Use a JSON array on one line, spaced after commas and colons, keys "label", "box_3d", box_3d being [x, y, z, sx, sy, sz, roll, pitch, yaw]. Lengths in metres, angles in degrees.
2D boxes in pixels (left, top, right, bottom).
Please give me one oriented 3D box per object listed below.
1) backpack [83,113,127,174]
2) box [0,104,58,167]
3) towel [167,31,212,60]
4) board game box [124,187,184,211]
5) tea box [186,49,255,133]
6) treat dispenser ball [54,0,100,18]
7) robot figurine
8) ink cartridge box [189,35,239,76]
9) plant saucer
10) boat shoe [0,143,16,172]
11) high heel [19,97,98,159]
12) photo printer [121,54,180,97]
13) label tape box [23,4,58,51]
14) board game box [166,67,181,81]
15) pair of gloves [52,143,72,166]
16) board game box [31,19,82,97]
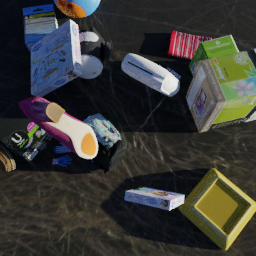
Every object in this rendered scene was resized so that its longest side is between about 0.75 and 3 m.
[{"label": "backpack", "box_3d": [-1.057, 0.482, 10.836, 1.327, 1.749, 2.096, -34, 68, -33]}, {"label": "box", "box_3d": [-4.077, 0.296, 10.988, 1.989, 1.236, 1.477, 32, 70, 13]}, {"label": "towel", "box_3d": [2.924, -3.865, 13.242, 1.983, 0.223, 1.434, 12, 69, 5]}, {"label": "board game box", "box_3d": [0.845, 2.132, 8.600, 1.428, 1.425, 0.294, 5, 87, 26]}, {"label": "tea box", "box_3d": [3.990, -1.369, 10.833, 2.725, 2.770, 1.851, -13, 68, -5]}, {"label": "treat dispenser ball", "box_3d": [-2.420, -6.408, 13.179, 2.302, 2.302, 2.302, 0, 68, 0]}, {"label": "robot figurine", "box_3d": [-1.725, -3.277, 12.388, 1.404, 1.691, 2.251, 14, 66, -27]}, {"label": "ink cartridge box", "box_3d": [4.192, -2.999, 11.885, 2.677, 1.978, 1.014, -17, 75, -7]}, {"label": "plant saucer", "box_3d": [3.405, 2.889, 10.325, 2.210, 0.536, 2.211, 41, 73, 16]}, {"label": "boat shoe", "box_3d": [-5.390, 0.945, 10.668, 2.698, 0.971, 0.917, 29, 36, 27]}, {"label": "high heel", "box_3d": [-1.969, 0.064, 8.274, 1.306, 2.722, 0.917, 12, 69, 36]}, {"label": "photo printer", "box_3d": [0.774, -1.767, 9.385, 1.699, 2.042, 0.709, 32, 100, 20]}, {"label": "label tape box", "box_3d": [-4.130, -4.796, 13.371, 1.515, 0.665, 2.101, -10, 68, -4]}, {"label": "board game box", "box_3d": [1.785, -2.155, 12.551, 0.760, 0.200, 0.993, 40, 73, 15]}, {"label": "pair of gloves", "box_3d": [-2.649, 1.067, 11.293, 0.788, 0.112, 0.980, -1, 69, -1]}, {"label": "board game box", "box_3d": [-3.139, -2.930, 11.986, 2.563, 0.527, 2.557, -20, 65, 29]}]
